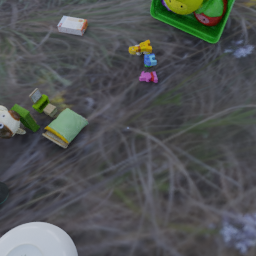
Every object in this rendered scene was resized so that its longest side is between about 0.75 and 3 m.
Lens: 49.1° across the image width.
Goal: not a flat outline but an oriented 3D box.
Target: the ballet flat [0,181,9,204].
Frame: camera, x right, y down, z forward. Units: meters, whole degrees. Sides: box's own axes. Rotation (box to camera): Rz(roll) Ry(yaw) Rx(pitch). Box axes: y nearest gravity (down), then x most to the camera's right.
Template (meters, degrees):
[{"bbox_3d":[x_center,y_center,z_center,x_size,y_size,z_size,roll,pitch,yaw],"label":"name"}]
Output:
[{"bbox_3d":[-4.075,1.501,6.374,2.465,0.843,0.838,-3,59,-2],"label":"ballet flat"}]

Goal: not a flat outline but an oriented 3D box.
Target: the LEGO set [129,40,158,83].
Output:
[{"bbox_3d":[0.420,-2.277,8.994,0.720,0.669,1.755,-8,56,-6],"label":"LEGO set"}]

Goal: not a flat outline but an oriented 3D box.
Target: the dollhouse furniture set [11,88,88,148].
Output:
[{"bbox_3d":[-2.057,-0.323,7.503,1.625,0.816,1.065,27,66,20],"label":"dollhouse furniture set"}]

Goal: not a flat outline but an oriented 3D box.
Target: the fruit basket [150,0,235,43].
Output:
[{"bbox_3d":[2.015,-4.268,9.339,3.073,2.216,3.073,6,44,-6],"label":"fruit basket"}]

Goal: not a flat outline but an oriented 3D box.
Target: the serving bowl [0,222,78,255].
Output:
[{"bbox_3d":[-2.018,2.823,5.624,1.954,0.643,1.954,0,57,1],"label":"serving bowl"}]

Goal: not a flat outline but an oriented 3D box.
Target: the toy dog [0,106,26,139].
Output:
[{"bbox_3d":[-3.165,-0.063,7.057,1.245,1.284,0.896,37,70,-25],"label":"toy dog"}]

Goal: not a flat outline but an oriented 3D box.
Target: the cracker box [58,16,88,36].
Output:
[{"bbox_3d":[-2.003,-3.718,10.181,0.928,0.268,0.622,13,57,7],"label":"cracker box"}]
